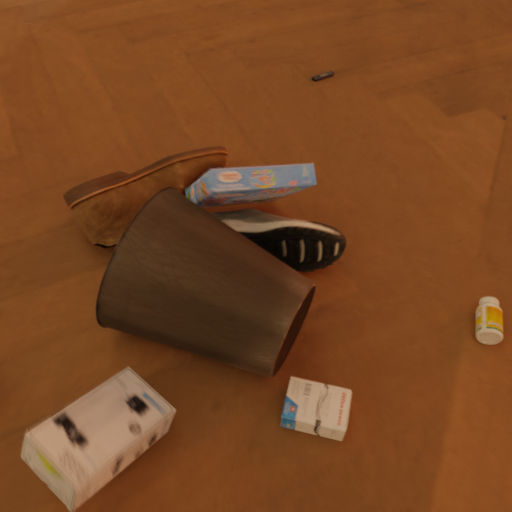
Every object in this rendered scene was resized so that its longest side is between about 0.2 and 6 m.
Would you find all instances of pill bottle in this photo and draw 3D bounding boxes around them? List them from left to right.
[{"bbox_3d":[4.126,1.133,9.922,0.445,0.445,0.788,11,51,9],"label":"pill bottle"}]

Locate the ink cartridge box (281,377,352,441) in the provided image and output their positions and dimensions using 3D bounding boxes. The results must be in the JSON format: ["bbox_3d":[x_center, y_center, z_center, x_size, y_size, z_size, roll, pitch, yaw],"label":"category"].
[{"bbox_3d":[0.953,2.418,8.867,1.004,0.423,0.726,11,51,9],"label":"ink cartridge box"}]

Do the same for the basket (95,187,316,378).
[{"bbox_3d":[-0.689,0.596,9.376,2.991,2.034,2.697,24,79,12],"label":"basket"}]

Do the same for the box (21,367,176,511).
[{"bbox_3d":[-2.225,2.566,8.104,1.115,0.575,1.911,38,37,19],"label":"box"}]

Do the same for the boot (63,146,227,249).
[{"bbox_3d":[-2.013,-1.269,11.659,3.647,1.343,1.376,-27,93,-29],"label":"boot"}]

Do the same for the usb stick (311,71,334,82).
[{"bbox_3d":[1.794,-4.843,15.098,0.647,0.105,0.179,-22,53,-17],"label":"usb stick"}]

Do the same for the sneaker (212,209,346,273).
[{"bbox_3d":[0.273,-0.445,10.770,2.918,1.078,1.157,5,39,11],"label":"sneaker"}]

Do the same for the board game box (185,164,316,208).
[{"bbox_3d":[-0.202,-1.272,10.467,1.848,2.443,0.447,-6,91,-17],"label":"board game box"}]
